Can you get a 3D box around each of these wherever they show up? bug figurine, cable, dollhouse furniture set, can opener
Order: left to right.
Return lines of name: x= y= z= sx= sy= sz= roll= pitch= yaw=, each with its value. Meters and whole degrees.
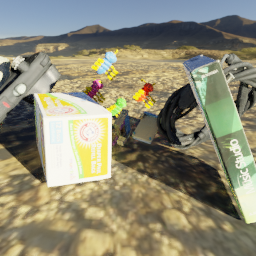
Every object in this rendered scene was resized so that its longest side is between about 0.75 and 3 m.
can opener: x=-2.583 y=-0.564 z=5.939 sx=2.713 sy=1.067 sz=0.860 roll=-49 pitch=26 yaw=-16
bug figurine: x=-0.310 y=-1.072 z=7.568 sx=2.104 sy=1.632 sz=0.541 roll=33 pitch=25 yaw=-34
dollhouse furniture set: x=0.216 y=0.218 z=6.181 sx=1.072 sy=0.700 sz=1.012 roll=17 pitch=56 yaw=20
cable: x=1.676 y=-0.411 z=5.747 sx=1.925 sy=2.359 sz=0.599 roll=7 pitch=44 yaw=-37

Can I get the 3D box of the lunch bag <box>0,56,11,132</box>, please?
lunch bag: x=-3.989 y=-0.777 z=6.799 sx=2.286 sy=1.875 sz=1.344 roll=2 pitch=-15 yaw=2

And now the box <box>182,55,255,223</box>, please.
box: x=1.376 y=0.033 z=4.104 sx=0.393 sy=2.162 sz=1.561 roll=-22 pitch=12 yaw=13

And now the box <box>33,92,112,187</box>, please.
box: x=-1.164 y=0.063 z=5.465 sx=1.106 sy=1.228 sz=2.182 roll=-5 pitch=19 yaw=-21
